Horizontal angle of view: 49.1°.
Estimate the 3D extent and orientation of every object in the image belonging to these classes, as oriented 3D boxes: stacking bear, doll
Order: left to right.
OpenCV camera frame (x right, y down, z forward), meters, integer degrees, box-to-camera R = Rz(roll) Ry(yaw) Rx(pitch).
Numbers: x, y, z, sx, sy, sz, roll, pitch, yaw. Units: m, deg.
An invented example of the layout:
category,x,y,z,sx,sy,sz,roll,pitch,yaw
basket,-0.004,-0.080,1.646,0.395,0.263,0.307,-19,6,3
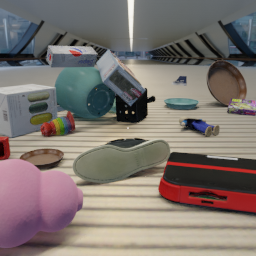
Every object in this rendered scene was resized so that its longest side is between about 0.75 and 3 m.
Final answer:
category,x,y,z,sx,sy,sz,roll,pitch,yaw
stacking bear,-2.664,-0.063,10.485,1.221,0.741,0.694,-17,63,-28
doll,2.644,-0.137,11.039,1.285,0.456,1.883,-7,18,-25

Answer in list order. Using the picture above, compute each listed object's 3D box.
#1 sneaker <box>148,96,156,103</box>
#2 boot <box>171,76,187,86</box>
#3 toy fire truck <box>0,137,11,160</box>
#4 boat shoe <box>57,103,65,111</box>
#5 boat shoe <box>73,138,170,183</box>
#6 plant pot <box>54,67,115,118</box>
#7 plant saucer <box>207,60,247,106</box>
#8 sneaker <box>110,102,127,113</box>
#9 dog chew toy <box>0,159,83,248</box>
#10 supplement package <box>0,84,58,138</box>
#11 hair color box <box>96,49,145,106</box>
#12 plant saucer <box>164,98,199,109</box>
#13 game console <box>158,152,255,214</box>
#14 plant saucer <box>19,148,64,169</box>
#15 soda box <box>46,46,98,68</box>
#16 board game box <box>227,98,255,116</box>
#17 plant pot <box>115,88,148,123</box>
category,x,y,z,sx,sy,sz,roll,pitch,yaw
sneaker,1.204,-1.705,16.572,0.993,0.376,0.435,-15,17,-42
boot,2.321,-2.145,12.632,0.347,0.431,0.955,-6,13,-31
toy fire truck,-4.910,0.463,8.686,2.573,0.627,1.815,-3,17,-9
boat shoe,-3.453,-1.502,14.670,2.967,1.013,1.095,-12,20,-35
boat shoe,-0.209,0.737,7.268,2.550,0.953,0.846,-15,9,-19
plant pot,-1.751,-1.561,12.684,2.473,2.473,1.984,-13,30,-38
plant saucer,5.485,-2.458,15.802,2.777,2.777,0.478,-8,-12,-24
sneaker,-0.563,-1.434,14.728,1.267,0.791,2.149,13,23,21
dog chew toy,-2.087,1.216,4.633,2.657,1.655,1.655,2,15,-18
supplement package,-4.166,-0.781,11.105,1.618,1.630,2.148,12,20,35
hair color box,-0.376,-2.135,11.375,1.453,0.890,2.935,39,14,-25
plant saucer,2.891,-1.312,15.244,1.886,0.339,1.886,0,16,0
game console,2.320,1.201,6.718,2.954,0.458,2.612,5,11,13
plant saucer,-2.451,0.886,8.006,1.233,0.212,1.233,1,17,0
soda box,-2.039,-2.612,10.272,1.749,0.597,0.555,-9,48,-35
board game box,5.901,-1.119,14.461,1.312,0.353,2.186,5,19,23
plant pot,0.076,-0.936,12.439,1.390,1.393,1.236,5,30,14
